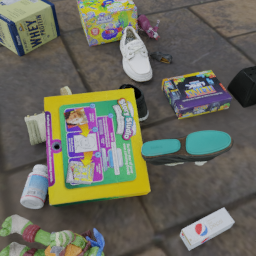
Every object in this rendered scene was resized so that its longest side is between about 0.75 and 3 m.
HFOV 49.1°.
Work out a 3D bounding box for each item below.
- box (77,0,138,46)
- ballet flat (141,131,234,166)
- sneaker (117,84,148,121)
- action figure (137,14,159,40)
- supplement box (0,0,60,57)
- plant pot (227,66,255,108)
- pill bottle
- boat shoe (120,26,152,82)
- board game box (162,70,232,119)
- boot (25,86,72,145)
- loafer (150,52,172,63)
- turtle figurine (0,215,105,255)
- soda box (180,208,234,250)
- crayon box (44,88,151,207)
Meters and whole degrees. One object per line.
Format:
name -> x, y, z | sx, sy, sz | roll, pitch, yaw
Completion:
box -> -0.922, -4.888, 12.145 | 2.193, 1.338, 2.112 | -14, 51, -7
ballet flat -> 1.383, 0.531, 6.628 | 2.172, 0.743, 0.738 | -7, 50, 26
sneaker -> -0.469, -0.969, 9.047 | 2.331, 1.156, 0.824 | 10, 52, 10
action figure -> 0.846, -4.293, 12.210 | 0.905, 1.006, 1.351 | -32, 83, -40
supplement box -> -4.470, -4.492, 11.825 | 2.157, 1.448, 2.155 | 34, 57, 25
plant pot -> 4.263, -1.511, 9.633 | 1.095, 0.971, 1.092 | -15, 51, -11
pill bottle -> -2.380, 1.518, 7.327 | 0.573, 0.573, 1.053 | 3, 49, 2
boat shoe -> 0.235, -2.940, 10.821 | 0.997, 0.976, 2.816 | -11, 51, -12
board game box -> 2.315, -1.191, 9.644 | 1.890, 0.536, 1.562 | -13, 50, -11
boot -> -2.433, -0.438, 8.880 | 1.611, 0.751, 2.083 | -13, 53, -10
loafer -> 1.304, -2.805, 11.160 | 0.899, 0.327, 0.325 | 12, 55, 12
turtle figurine -> -1.713, 2.734, 5.640 | 2.167, 1.608, 2.235 | 11, 47, 15
soda box -> 1.884, 2.404, 6.690 | 1.245, 0.396, 0.424 | -21, 53, -16
crayon box -> -0.858, 0.475, 7.460 | 2.453, 0.829, 2.843 | -6, 72, -7
